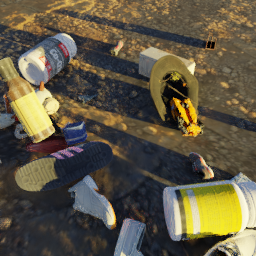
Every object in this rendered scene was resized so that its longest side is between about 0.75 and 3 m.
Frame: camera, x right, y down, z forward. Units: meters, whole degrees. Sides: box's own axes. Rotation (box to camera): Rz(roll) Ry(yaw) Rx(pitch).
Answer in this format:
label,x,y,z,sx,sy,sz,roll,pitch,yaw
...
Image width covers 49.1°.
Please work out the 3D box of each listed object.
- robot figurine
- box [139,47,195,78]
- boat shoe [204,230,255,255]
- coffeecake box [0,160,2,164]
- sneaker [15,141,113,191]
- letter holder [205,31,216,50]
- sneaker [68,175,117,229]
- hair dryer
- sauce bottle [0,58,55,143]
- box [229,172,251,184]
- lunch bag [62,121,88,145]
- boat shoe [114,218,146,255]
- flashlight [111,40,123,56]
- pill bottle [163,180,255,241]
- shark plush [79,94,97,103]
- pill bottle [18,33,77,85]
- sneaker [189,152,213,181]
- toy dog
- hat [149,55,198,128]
label,x,y,z,sx,sy,sz,roll,pitch,yaw
robot figurine,2.188,-0.364,10.502,1.183,0.475,1.632,-1,62,-28
box,1.737,-2.769,12.989,2.447,1.162,0.951,30,50,27
boat shoe,2.379,3.168,6.683,2.681,0.936,0.950,-21,47,-21
coffeecake box,-5.893,1.130,8.856,2.080,0.990,2.710,28,50,27
sneaker,-1.988,1.180,8.926,2.975,1.044,1.220,-14,7,-16
letter holder,4.669,-4.903,15.624,0.495,0.699,0.984,11,43,12
sneaker,-1.033,2.239,7.970,0.895,0.737,1.946,-29,42,-18
hair dryer,-2.788,0.270,10.036,1.656,0.591,2.174,24,36,14
sauce bottle,-3.228,-0.860,8.691,0.855,2.643,0.855,-23,14,6
box,3.384,1.910,8.581,1.101,0.220,0.754,-25,48,-25
lunch bag,-1.799,0.195,9.673,0.674,0.657,0.993,-10,12,5
boat shoe,0.065,3.148,6.887,0.711,0.697,1.998,4,39,11
flashlight,-0.610,-4.396,15.302,0.387,0.389,1.144,16,44,13
pill bottle,2.242,2.129,7.431,2.421,1.384,1.384,-6,43,-3
shark plush,-1.700,-1.301,11.985,0.794,0.331,0.361,-4,43,-5
pill bottle,-3.705,-3.348,13.299,1.555,1.555,2.730,17,46,18
sneaker,2.279,1.255,9.163,0.463,0.435,1.130,-24,47,-15
toy dog,-3.972,-0.963,10.921,1.737,1.268,2.634,20,46,20
hat,1.576,-1.342,11.205,2.913,2.913,1.175,-42,16,-36
